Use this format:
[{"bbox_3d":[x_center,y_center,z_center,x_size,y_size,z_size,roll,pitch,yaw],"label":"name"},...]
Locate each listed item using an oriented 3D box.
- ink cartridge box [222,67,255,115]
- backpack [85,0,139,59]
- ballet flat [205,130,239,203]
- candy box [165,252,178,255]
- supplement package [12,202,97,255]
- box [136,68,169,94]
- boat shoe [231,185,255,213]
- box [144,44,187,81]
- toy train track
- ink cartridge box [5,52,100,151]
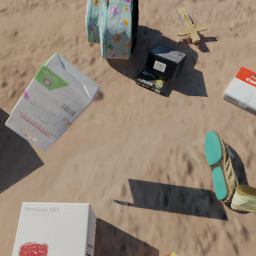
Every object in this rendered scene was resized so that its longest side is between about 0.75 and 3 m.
[{"bbox_3d":[4.139,-1.350,9.391,1.328,0.392,1.659,30,67,15],"label":"ink cartridge box"},{"bbox_3d":[-0.512,-3.611,9.587,1.871,2.146,2.441,-4,76,-8],"label":"backpack"},{"bbox_3d":[2.721,1.079,8.031,0.695,0.750,2.129,11,62,-24],"label":"ballet flat"},{"bbox_3d":[1.654,3.814,6.060,2.405,1.403,0.679,40,70,18],"label":"candy box"},{"bbox_3d":[-1.645,3.147,6.319,1.587,1.567,2.617,1,62,0],"label":"supplement package"},{"bbox_3d":[0.866,-1.672,9.649,0.984,0.242,0.793,26,62,13],"label":"box"},{"bbox_3d":[3.129,1.733,6.097,1.669,0.609,0.525,14,107,0],"label":"boat shoe"},{"bbox_3d":[1.291,-2.252,9.519,1.096,0.675,1.087,26,40,13],"label":"box"},{"bbox_3d":[2.346,-3.920,10.841,1.165,0.331,2.032,-13,57,1],"label":"toy train track"},{"bbox_3d":[-1.733,-0.488,6.273,1.216,2.077,0.699,38,36,-16],"label":"ink cartridge box"}]
